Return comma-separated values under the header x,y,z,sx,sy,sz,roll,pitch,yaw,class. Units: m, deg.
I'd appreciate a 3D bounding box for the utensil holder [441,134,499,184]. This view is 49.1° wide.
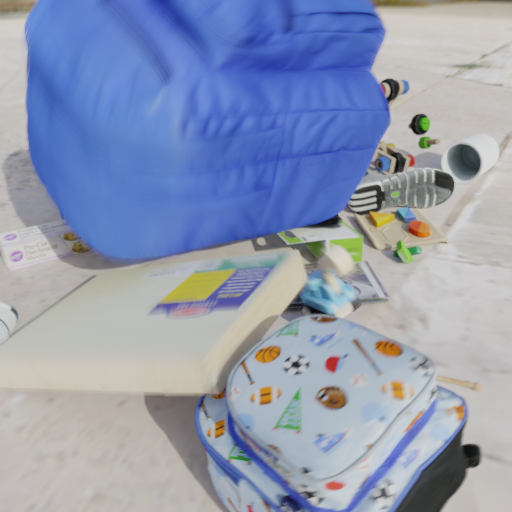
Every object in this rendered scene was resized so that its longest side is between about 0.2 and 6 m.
x,y,z,sx,sy,sz,roll,pitch,yaw,class
5.212,-2.390,13.611,1.016,1.016,1.196,22,34,34,utensil holder

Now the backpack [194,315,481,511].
x,y,z,sx,sy,sz,roll,pitch,yaw,class
0.580,1.761,5.537,2.507,1.931,2.388,-29,30,-36,backpack

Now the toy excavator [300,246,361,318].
x,y,z,sx,sy,sz,roll,pitch,yaw,class
0.970,0.376,7.658,0.629,1.259,1.224,-35,25,-18,toy excavator

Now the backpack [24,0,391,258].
x,y,z,sx,sy,sz,roll,pitch,yaw,class
-0.942,-2.564,8.624,4.961,4.163,4.031,-18,51,-31,backpack

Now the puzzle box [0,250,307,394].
x,y,z,sx,sy,sz,roll,pitch,yaw,class
-1.433,0.820,7.235,3.683,0.468,2.450,-6,23,32,puzzle box

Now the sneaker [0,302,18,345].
x,y,z,sx,sy,sz,roll,pitch,yaw,class
-4.628,0.944,8.036,2.373,0.867,0.840,10,20,0,sneaker

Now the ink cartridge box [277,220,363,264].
x,y,z,sx,sy,sz,roll,pitch,yaw,class
1.072,-0.218,10.076,1.383,0.524,1.022,-6,22,-13,ink cartridge box

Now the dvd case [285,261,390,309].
x,y,z,sx,sy,sz,roll,pitch,yaw,class
1.171,0.454,9.366,1.773,0.142,1.318,-2,25,-5,dvd case

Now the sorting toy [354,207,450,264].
x,y,z,sx,sy,sz,roll,pitch,yaw,class
2.919,-0.452,10.868,1.545,0.308,2.090,-4,29,-7,sorting toy

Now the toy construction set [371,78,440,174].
x,y,z,sx,sy,sz,roll,pitch,yaw,class
2.697,-3.023,14.280,2.815,2.347,2.163,-42,26,-21,toy construction set

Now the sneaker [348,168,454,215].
x,y,z,sx,sy,sz,roll,pitch,yaw,class
3.015,-1.635,12.397,2.431,0.912,1.404,-7,28,-10,sneaker

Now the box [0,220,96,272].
x,y,z,sx,sy,sz,roll,pitch,yaw,class
-3.329,-0.393,10.505,2.738,0.567,0.530,-16,38,-28,box

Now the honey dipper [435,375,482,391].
x,y,z,sx,sy,sz,roll,pitch,yaw,class
2.426,1.619,7.382,1.043,0.198,0.198,12,32,12,honey dipper
